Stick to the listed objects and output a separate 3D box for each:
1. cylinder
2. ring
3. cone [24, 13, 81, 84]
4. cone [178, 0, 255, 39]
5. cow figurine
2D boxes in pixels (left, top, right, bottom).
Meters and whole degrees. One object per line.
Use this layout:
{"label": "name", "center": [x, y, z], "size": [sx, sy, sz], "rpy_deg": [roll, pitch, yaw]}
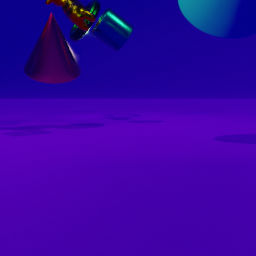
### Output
{"label": "cylinder", "center": [-0.445, -2.800, 8.011], "size": [0.885, 0.885, 0.885], "rpy_deg": [32, -6, -21]}
{"label": "ring", "center": [-1.636, -4.040, 10.565], "size": [0.354, 1.769, 1.769], "rpy_deg": [32, -10, -29]}
{"label": "cone", "center": [-1.829, -2.056, 6.780], "size": [1.426, 1.431, 1.426], "rpy_deg": [6, 38, -5]}
{"label": "cone", "center": [1.577, -2.322, 3.810], "size": [1.513, 1.513, 1.519], "rpy_deg": [0, -22, -2]}
{"label": "cow figurine", "center": [-1.855, -3.827, 8.821], "size": [1.466, 0.818, 1.490], "rpy_deg": [25, 22, -41]}
